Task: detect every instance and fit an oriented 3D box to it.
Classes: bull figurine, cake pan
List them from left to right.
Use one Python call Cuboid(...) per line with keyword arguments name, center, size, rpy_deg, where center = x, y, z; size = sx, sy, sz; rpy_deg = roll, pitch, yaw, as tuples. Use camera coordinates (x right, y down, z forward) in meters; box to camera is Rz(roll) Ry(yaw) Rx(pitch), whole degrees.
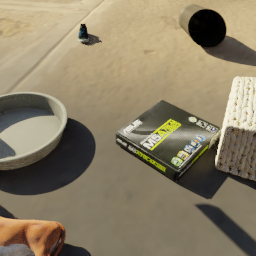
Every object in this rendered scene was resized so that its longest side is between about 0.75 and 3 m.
Cuboid(name="bull figurine", center=(-2.223, 2.045, 4.801), size=(2.192, 0.714, 1.331), rpy_deg=(-1, 43, 2))
Cuboid(name="cake pan", center=(-2.936, 0.020, 7.274), size=(2.765, 0.507, 2.765), rpy_deg=(0, 41, 0))

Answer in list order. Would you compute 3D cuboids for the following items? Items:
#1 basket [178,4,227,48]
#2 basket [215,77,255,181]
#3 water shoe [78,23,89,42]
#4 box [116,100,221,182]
Cuboid(name="basket", center=(2.942, -4.424, 11.758), size=(1.800, 1.358, 1.996), rpy_deg=(27, 25, -27))
Cuboid(name="basket", center=(2.988, -0.052, 6.568), size=(1.431, 1.572, 2.320), rpy_deg=(12, 42, 17))
Cuboid(name="water shoe", center=(-1.954, -4.107, 12.047), size=(0.453, 0.499, 1.266), rpy_deg=(-7, 41, -8))
Cuboid(name="box", center=(1.023, 0.198, 7.107), size=(1.903, 0.468, 1.970), rpy_deg=(33, 50, 29))
